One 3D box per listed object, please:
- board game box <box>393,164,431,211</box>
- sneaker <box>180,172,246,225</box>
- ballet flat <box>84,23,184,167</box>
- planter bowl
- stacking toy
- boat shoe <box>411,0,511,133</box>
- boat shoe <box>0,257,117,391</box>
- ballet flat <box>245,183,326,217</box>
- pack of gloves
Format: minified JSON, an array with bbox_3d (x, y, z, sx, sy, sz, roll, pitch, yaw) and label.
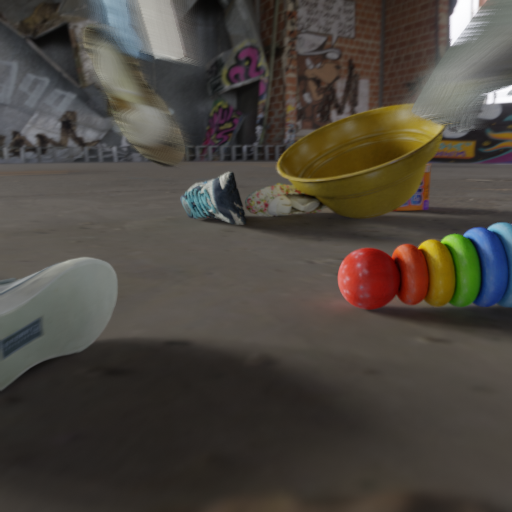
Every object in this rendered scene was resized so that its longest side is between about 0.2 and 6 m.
[{"bbox_3d":[3.483,-1.716,13.790,1.107,1.106,1.106,-3,12,-16],"label":"board game box"},{"bbox_3d":[-0.919,-1.059,11.509,1.192,1.072,2.762,-16,8,-4],"label":"sneaker"},{"bbox_3d":[-1.871,-2.322,8.203,0.784,2.311,0.870,-27,7,10],"label":"ballet flat"},{"bbox_3d":[2.404,-1.840,12.113,3.658,1.523,3.658,-17,26,9],"label":"planter bowl"},{"bbox_3d":[1.923,0.128,5.487,2.237,0.955,0.955,-4,12,-2],"label":"stacking toy"},{"bbox_3d":[2.667,-2.157,6.501,0.911,1.047,2.842,31,-7,1],"label":"boat shoe"},{"bbox_3d":[-1.821,0.456,4.053,0.757,0.741,2.125,8,17,18],"label":"boat shoe"},{"bbox_3d":[0.752,-1.212,12.504,2.066,0.781,0.660,-12,39,-32],"label":"ballet flat"},{"bbox_3d":[-1.485,-2.960,5.662,0.390,1.978,1.662,-27,29,-25],"label":"pack of gloves"}]
